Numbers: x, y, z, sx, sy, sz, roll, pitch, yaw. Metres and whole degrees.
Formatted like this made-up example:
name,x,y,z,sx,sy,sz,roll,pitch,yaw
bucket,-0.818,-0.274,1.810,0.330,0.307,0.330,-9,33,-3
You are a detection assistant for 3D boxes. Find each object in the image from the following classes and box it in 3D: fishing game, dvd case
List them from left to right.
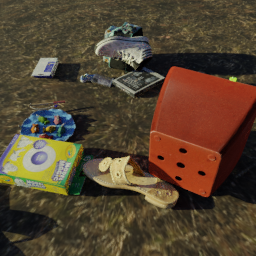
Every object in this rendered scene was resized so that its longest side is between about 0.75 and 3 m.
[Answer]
name,x,y,z,sx,sy,sz,roll,pitch,yaw
fishing game,-3.043,-0.102,10.551,2.066,0.449,2.886,-8,48,-11
dvd case,-1.185,-2.263,13.265,0.947,0.076,0.704,18,43,2
dvd case,0.517,-2.222,13.223,2.023,0.250,1.520,-30,49,-31

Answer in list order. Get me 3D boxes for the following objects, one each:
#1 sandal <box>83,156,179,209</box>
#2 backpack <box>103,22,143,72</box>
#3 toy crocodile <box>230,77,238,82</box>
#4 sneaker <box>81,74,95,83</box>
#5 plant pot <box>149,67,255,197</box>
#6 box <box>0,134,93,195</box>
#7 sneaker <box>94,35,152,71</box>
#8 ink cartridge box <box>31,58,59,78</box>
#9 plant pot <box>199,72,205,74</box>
name,x,y,z,sx,sy,sz,roll,pitch,yaw
sandal,0.114,1.291,8.386,3.077,1.012,1.128,21,39,14
backpack,-0.172,-4.178,14.092,1.803,2.067,2.352,21,41,18
toy crocodile,4.888,-1.687,12.430,0.616,0.564,1.826,31,31,-27
sneaker,-1.872,-2.426,13.398,0.840,0.324,0.318,-21,44,-24
plant pot,2.036,0.272,8.445,2.865,2.867,2.527,19,47,21
box,-2.631,1.157,8.982,2.779,0.672,1.631,9,49,8
sneaker,-0.100,-2.725,10.382,2.167,0.818,1.247,-9,63,-11
ink cartridge box,-4.103,-2.923,13.944,0.918,0.362,1.845,1,40,1
plant pot,2.480,-1.418,11.476,1.717,1.717,1.153,-13,82,-15
